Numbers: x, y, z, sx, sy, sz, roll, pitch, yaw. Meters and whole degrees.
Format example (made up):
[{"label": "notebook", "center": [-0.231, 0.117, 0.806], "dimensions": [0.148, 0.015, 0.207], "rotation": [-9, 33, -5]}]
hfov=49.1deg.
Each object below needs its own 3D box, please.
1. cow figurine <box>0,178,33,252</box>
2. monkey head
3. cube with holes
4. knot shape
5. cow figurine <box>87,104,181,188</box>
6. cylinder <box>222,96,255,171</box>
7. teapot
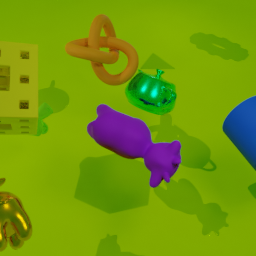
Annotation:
[{"label": "cow figurine", "center": [-1.716, 1.016, 3.567], "dimensions": [0.659, 1.200, 1.181], "rotation": [-13, 67, -40]}, {"label": "monkey head", "center": [-1.953, -0.259, 5.789], "dimensions": [0.806, 1.121, 0.675], "rotation": [-40, 32, -2]}, {"label": "cube with holes", "center": [-2.093, -0.587, 4.552], "dimensions": [1.181, 1.181, 1.181], "rotation": [0, 76, -19]}, {"label": "knot shape", "center": [-0.579, -1.566, 5.634], "dimensions": [1.376, 0.680, 1.471], "rotation": [-12, 73, -35]}, {"label": "cow figurine", "center": [0.109, 0.252, 4.613], "dimensions": [1.528, 0.839, 1.504], "rotation": [25, 9, -25]}, {"label": "cylinder", "center": [2.277, 0.095, 4.748], "dimensions": [0.953, 0.953, 0.953], "rotation": [-19, 52, -13]}, {"label": "teapot", "center": [0.502, -0.829, 5.928], "dimensions": [1.110, 0.874, 1.785], "rotation": [13, 16, -28]}]
